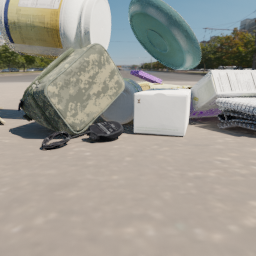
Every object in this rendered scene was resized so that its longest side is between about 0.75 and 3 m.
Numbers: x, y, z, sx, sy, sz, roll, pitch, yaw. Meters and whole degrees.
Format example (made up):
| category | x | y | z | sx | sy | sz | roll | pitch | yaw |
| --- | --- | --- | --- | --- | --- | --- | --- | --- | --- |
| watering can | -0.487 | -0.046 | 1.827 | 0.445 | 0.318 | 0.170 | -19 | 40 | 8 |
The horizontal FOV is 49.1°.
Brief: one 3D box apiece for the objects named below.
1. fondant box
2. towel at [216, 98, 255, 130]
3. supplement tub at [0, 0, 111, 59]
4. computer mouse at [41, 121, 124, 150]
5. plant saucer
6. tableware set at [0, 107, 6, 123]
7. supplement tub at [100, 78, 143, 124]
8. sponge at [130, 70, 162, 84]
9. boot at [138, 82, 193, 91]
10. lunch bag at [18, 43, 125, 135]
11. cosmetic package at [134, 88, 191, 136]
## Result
| category | x | y | z | sx | sy | sz | roll | pitch | yaw |
| --- | --- | --- | --- | --- | --- | --- | --- | --- | --- |
| fondant box | 3.492 | -1.089 | 9.285 | 2.872 | 0.836 | 2.072 | -3 | -17 | -18 |
| towel | 3.614 | -0.324 | 7.635 | 1.979 | 0.847 | 1.639 | -5 | 14 | -30 |
| supplement tub | -2.199 | -3.259 | 8.790 | 2.961 | 2.138 | 2.138 | 10 | 13 | 12 |
| computer mouse | -0.969 | 0.225 | 6.321 | 1.995 | 0.340 | 0.585 | -12 | 36 | -30 |
| plant saucer | 0.914 | -2.542 | 7.926 | 0.357 | 2.605 | 2.605 | -48 | 23 | -7 |
| tableware set | -4.769 | -0.739 | 8.935 | 1.583 | 0.480 | 2.394 | 21 | -3 | -34 |
| supplement tub | -0.191 | -0.935 | 9.186 | 1.381 | 1.381 | 1.905 | 2 | 12 | 8 |
| sponge | 0.726 | -2.038 | 11.218 | 1.193 | 0.178 | 0.666 | 15 | 1 | -35 |
| boot | 1.766 | -1.576 | 13.240 | 2.995 | 1.079 | 2.316 | -6 | 13 | -33 |
| lunch bag | -1.588 | -1.003 | 7.461 | 1.949 | 1.619 | 2.324 | 2 | 45 | 49 |
| cosmetic package | 1.078 | -0.573 | 8.089 | 1.380 | 1.088 | 2.566 | 4 | 13 | 15 |
